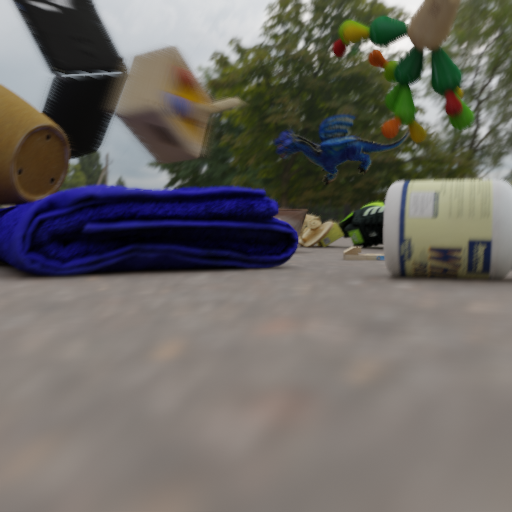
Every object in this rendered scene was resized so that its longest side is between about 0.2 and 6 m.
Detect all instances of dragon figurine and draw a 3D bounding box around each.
[{"bbox_3d":[1.824,-2.429,12.045,2.859,0.842,1.422,-13,-40,21],"label":"dragon figurine"}]

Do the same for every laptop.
[{"bbox_3d":[-3.349,-3.106,9.328,1.415,2.741,2.429,-22,13,20],"label":"laptop"}]

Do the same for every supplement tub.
[{"bbox_3d":[1.681,-0.215,4.661,1.140,0.827,0.827,1,3,20],"label":"supplement tub"}]

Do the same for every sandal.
[{"bbox_3d":[1.163,-0.659,13.450,0.675,0.753,2.053,40,-9,-6],"label":"sandal"}]

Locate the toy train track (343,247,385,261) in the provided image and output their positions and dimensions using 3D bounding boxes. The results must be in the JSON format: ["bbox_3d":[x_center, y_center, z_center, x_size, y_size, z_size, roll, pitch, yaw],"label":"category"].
[{"bbox_3d":[2.271,-0.102,7.615,2.142,0.348,1.229,0,2,5],"label":"toy train track"}]

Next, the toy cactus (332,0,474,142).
[{"bbox_3d":[1.911,-2.519,7.055,1.128,2.206,1.820,-28,-21,-25],"label":"toy cactus"}]

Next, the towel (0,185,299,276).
[{"bbox_3d":[-1.721,-0.386,6.763,2.885,0.968,3.906,-1,2,-32],"label":"towel"}]

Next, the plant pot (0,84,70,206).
[{"bbox_3d":[-3.108,-1.237,6.242,1.875,1.748,1.748,19,9,18],"label":"plant pot"}]

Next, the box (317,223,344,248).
[{"bbox_3d":[1.783,-0.538,14.281,0.610,0.406,1.622,-32,3,1],"label":"box"}]

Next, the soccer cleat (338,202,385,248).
[{"bbox_3d":[2.845,-0.589,12.431,1.389,1.157,3.427,-23,8,-6],"label":"soccer cleat"}]

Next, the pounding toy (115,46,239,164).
[{"bbox_3d":[-1.293,-2.591,9.777,1.221,1.582,1.718,-4,-30,25],"label":"pounding toy"}]

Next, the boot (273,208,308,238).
[{"bbox_3d":[-0.692,-0.632,10.991,3.333,1.071,3.107,-3,15,2],"label":"boot"}]
